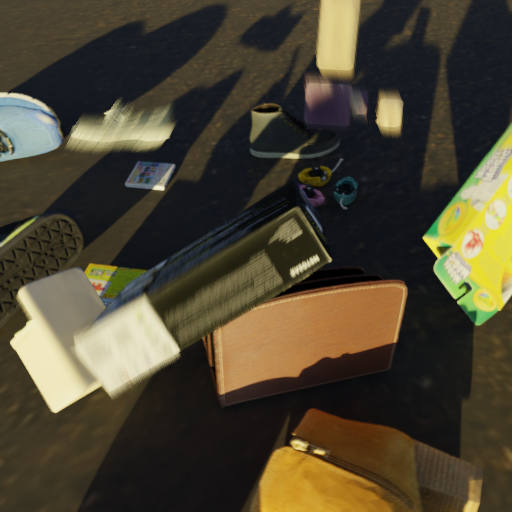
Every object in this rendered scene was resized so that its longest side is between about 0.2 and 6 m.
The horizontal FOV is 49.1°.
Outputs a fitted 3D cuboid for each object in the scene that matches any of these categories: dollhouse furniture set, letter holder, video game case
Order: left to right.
[{"bbox_3d":[-2.044,-1.561,10.858,0.757,0.099,0.832,5,41,7],"label":"video game case"},{"bbox_3d":[0.508,0.710,6.933,2.272,1.615,1.143,-10,40,-11],"label":"letter holder"},{"bbox_3d":[1.906,-3.720,10.635,1.801,2.273,1.613,4,22,4],"label":"dollhouse furniture set"}]

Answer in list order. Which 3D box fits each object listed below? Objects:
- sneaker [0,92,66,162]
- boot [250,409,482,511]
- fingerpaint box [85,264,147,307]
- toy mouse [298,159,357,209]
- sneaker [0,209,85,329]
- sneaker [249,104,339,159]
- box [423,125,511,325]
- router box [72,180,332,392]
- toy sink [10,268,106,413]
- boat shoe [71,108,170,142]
[{"bbox_3d":[-5.436,-1.992,10.613,3.623,1.423,1.615,-10,51,-2],"label":"sneaker"},{"bbox_3d":[0.857,2.760,5.130,2.045,1.005,2.857,10,37,21],"label":"boot"},{"bbox_3d":[-2.005,0.606,8.007,1.110,0.407,0.926,5,39,7],"label":"fingerpaint box"},{"bbox_3d":[1.249,-1.117,10.144,1.660,0.321,1.475,-18,43,-19],"label":"toy mouse"},{"bbox_3d":[-3.895,0.346,8.090,1.313,1.137,3.170,5,33,44],"label":"sneaker"},{"bbox_3d":[0.812,-2.556,11.339,1.883,1.000,0.704,-6,40,-8],"label":"sneaker"},{"bbox_3d":[3.374,-0.442,7.700,2.585,1.516,0.625,-51,30,-10],"label":"box"},{"bbox_3d":[-0.493,0.207,6.145,2.610,0.666,1.947,-31,11,11],"label":"router box"},{"bbox_3d":[-2.248,0.977,6.631,1.364,0.764,0.889,56,35,4],"label":"toy sink"},{"bbox_3d":[-2.375,-2.321,9.918,1.741,0.538,0.652,-6,26,-18],"label":"boat shoe"}]
